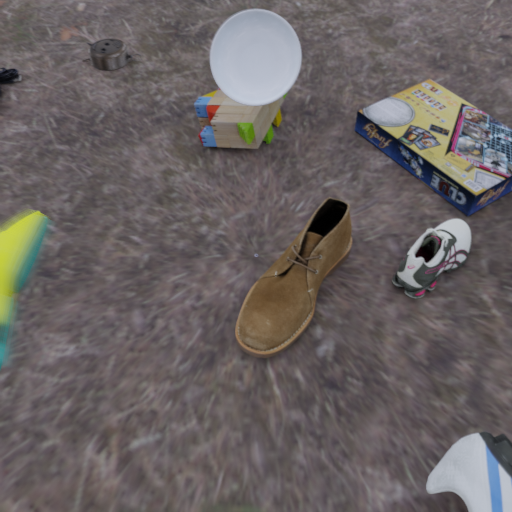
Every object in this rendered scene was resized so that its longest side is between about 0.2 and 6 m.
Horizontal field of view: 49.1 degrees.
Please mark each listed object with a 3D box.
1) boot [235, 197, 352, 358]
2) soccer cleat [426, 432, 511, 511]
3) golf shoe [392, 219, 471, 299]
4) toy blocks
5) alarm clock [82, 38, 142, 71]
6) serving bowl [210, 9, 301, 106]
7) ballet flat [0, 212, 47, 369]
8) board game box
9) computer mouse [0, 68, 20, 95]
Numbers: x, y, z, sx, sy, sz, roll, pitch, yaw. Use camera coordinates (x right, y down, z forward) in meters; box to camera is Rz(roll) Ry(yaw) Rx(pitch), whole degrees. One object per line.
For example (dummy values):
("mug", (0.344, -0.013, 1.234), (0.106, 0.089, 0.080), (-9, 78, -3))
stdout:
("boot", (0.548, 0.195, 7.786), (0.993, 1.017, 2.696), (26, 55, 18))
("soccer cleat", (2.776, 3.029, 5.580), (1.105, 0.894, 2.559), (-41, 67, 13))
("golf shoe", (2.698, -0.101, 8.204), (0.675, 0.770, 1.748), (32, 55, 26))
("toy blocks", (-0.435, -2.698, 10.391), (1.453, 1.063, 2.126), (6, 48, 20))
("alarm clock", (-3.063, -4.361, 12.092), (1.228, 0.409, 0.828), (10, 50, 5))
("serving bowl", (0.014, -3.105, 8.912), (1.439, 1.439, 0.473), (8, 10, 7))
("ballet flat", (-2.291, 0.279, 4.810), (0.576, 0.574, 1.718), (15, 58, -16))
("board game box", (3.422, -2.045, 10.027), (1.906, 0.487, 2.813), (-27, 54, -21))
("computer mouse", (-5.400, -3.200, 11.103), (1.184, 0.451, 1.710), (-6, 39, -5))
